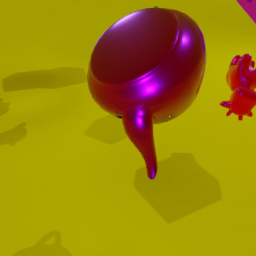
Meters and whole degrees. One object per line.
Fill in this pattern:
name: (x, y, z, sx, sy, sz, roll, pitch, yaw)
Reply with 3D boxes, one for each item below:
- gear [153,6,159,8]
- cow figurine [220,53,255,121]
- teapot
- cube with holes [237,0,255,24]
gear: (0.517, -3.242, 8.570, 1.121, 0.207, 1.121, -39, 23, 20)
cow figurine: (2.096, -0.762, 5.200, 0.646, 1.158, 1.177, 20, 13, -3)
teapot: (0.225, -0.494, 2.846, 1.212, 0.955, 1.950, -7, 58, 28)
cube with holes: (2.673, -1.989, 4.227, 1.134, 1.134, 1.134, -5, 58, -30)
